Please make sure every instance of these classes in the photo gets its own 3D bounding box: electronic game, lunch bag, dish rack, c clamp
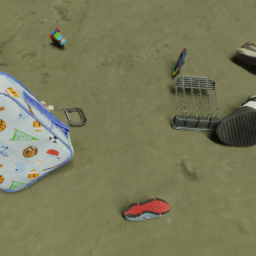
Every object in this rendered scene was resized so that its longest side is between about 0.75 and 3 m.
[{"bbox_3d":[1.669,-2.114,9.055,0.197,0.947,0.947,20,55,-4],"label":"electronic game"},{"bbox_3d":[-2.556,0.189,6.187,2.177,2.717,1.027,-34,46,5],"label":"lunch bag"},{"bbox_3d":[1.991,-0.785,8.306,1.369,0.487,1.785,5,58,0],"label":"dish rack"},{"bbox_3d":[-1.640,-0.358,8.199,0.790,0.125,0.925,-12,45,-30],"label":"c clamp"}]

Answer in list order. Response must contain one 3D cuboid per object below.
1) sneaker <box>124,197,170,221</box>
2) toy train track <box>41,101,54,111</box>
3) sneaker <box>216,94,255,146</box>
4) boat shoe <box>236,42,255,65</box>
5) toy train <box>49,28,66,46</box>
[{"bbox_3d":[0.429,1.891,6.432,1.068,0.510,0.423,-3,58,-7],"label":"sneaker"},{"bbox_3d":[-2.889,-0.538,8.368,1.286,0.209,0.738,-9,55,-5],"label":"toy train track"},{"bbox_3d":[3.704,-0.424,7.868,2.941,1.090,1.302,-19,28,-3],"label":"sneaker"},{"bbox_3d":[4.533,-2.339,9.065,1.974,0.735,0.724,34,88,30],"label":"boat shoe"},{"bbox_3d":[-2.492,-3.203,10.074,0.413,0.976,0.565,-46,106,-4],"label":"toy train"}]
